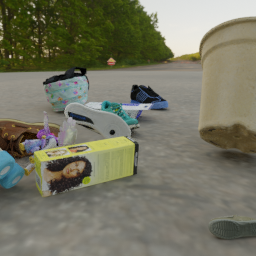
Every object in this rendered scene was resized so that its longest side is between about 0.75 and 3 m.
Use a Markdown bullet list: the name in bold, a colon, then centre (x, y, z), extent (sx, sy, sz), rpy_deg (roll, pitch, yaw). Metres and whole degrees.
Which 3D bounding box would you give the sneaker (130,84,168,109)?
- **sneaker**: centre (0.984, -1.595, 14.043), extent (0.942, 1.046, 2.685), rpy_deg (-10, 17, -36)

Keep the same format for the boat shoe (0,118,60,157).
- **boat shoe**: centre (-2.817, 0.280, 7.073), extent (2.431, 0.875, 0.821), rpy_deg (0, 19, -15)

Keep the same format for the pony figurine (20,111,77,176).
- **pony figurine**: centre (-1.590, 0.336, 5.767), extent (0.989, 1.147, 1.188), rpy_deg (19, 31, 32)

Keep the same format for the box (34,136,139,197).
- **box**: centre (-0.765, 0.712, 5.598), extent (2.048, 0.771, 0.513), rpy_deg (-10, 24, -30)

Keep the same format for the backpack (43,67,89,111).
- **backpack**: centre (-2.856, -1.797, 13.270), extent (2.323, 1.762, 2.784), rpy_deg (-21, 13, 0)

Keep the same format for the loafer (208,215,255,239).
- **loafer**: centre (1.515, 1.405, 4.008), extent (0.772, 0.290, 0.269), rpy_deg (4, 2, -4)

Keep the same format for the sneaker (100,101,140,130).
- **sneaker**: centre (-0.421, -0.407, 9.652), extent (0.911, 0.937, 2.352), rpy_deg (-8, 17, -29)

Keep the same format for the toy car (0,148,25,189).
- **toy car**: centre (-3.003, 0.764, 4.921), extent (1.465, 1.405, 1.589), rpy_deg (40, 68, 10)

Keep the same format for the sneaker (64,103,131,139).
- **sneaker**: centre (-0.835, -0.227, 7.638), extent (1.850, 0.676, 1.035), rpy_deg (25, 1, -17)

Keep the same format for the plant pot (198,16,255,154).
- **plant pot**: centre (2.944, -0.825, 7.034), extent (2.773, 2.539, 2.773), rpy_deg (15, -16, 4)

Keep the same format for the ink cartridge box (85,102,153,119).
- **ink cartridge box**: centre (-0.435, -0.678, 11.495), extent (2.869, 0.562, 1.427), rpy_deg (2, 14, 13)
